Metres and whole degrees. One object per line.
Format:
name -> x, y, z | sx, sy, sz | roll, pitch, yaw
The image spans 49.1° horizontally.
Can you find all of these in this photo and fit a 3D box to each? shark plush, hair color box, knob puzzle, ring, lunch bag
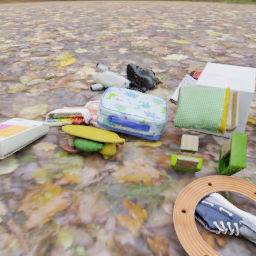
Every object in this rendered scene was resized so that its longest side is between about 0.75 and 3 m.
shark plush -> -0.479, -2.346, 13.601 | 2.893, 1.314, 1.205 | 5, 0, 17
hair color box -> 2.362, -1.504, 11.641 | 0.708, 0.420, 1.296 | 34, 78, 2
knob puzzle -> -0.831, -0.756, 11.429 | 2.646, 0.367, 2.646 | 0, 31, 0
ring -> 2.356, 2.171, 6.295 | 2.696, 0.259, 2.696 | 0, 41, 0
lunch bag -> 0.155, -0.542, 10.115 | 2.467, 1.017, 1.983 | 13, 31, -1

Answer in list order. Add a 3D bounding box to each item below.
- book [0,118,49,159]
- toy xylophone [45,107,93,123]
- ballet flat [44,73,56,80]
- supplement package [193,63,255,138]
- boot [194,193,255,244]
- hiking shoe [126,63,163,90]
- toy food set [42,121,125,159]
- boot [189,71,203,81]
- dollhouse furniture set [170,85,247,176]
book -> -3.910, 0.186, 9.196 | 1.523, 0.548, 2.279 | 8, 20, 18
toy xylophone -> -2.180, -0.489, 10.680 | 1.779, 0.447, 1.303 | 2, 15, 20
ballet flat -> -4.134, -2.762, 14.879 | 0.257, 0.274, 0.757 | 22, 37, 32
supplement package -> 3.585, -1.101, 10.519 | 1.886, 1.872, 2.485 | 12, 33, 20
boot -> 2.285, 2.209, 6.326 | 0.805, 0.649, 1.783 | -25, 31, -25
hiking shoe -> 0.776, -2.636, 14.283 | 1.153, 0.867, 2.290 | -10, 41, -31
toy food set -> -1.376, 0.455, 9.132 | 2.547, 0.832, 1.498 | 13, 9, 18
boot -> 4.043, -2.899, 14.838 | 1.660, 0.601, 1.197 | -27, 39, -32
dollhouse furniture set -> 2.291, -0.210, 8.077 | 1.867, 1.431, 2.851 | 7, 71, 9
